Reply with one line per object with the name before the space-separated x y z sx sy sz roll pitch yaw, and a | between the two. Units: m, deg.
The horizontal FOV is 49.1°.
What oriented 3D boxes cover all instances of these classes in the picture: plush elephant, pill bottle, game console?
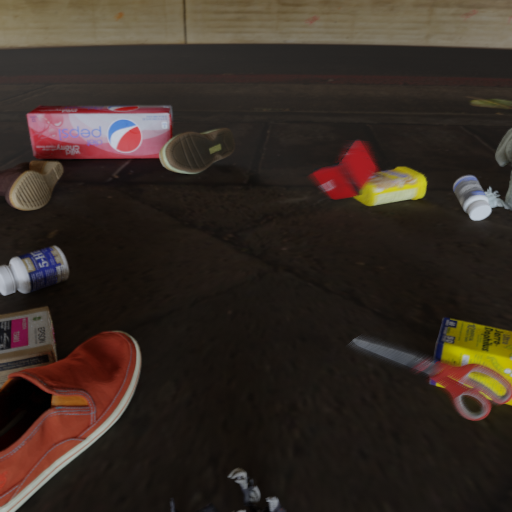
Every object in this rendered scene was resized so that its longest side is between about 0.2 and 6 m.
plush elephant | 5.380 -1.703 10.712 2.121 1.642 1.747 2 25 4
pill bottle | 4.080 -1.086 10.566 0.469 0.469 0.825 -3 48 -7
pill bottle | -3.188 0.228 7.945 0.895 0.536 0.536 -22 33 -38
game console | 1.645 -1.581 10.393 0.862 1.000 0.594 -7 60 30

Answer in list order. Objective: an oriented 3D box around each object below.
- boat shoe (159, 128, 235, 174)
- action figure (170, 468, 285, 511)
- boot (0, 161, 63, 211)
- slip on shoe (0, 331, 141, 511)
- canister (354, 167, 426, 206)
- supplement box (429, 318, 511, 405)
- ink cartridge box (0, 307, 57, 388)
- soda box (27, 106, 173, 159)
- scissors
boat shoe | -1.569 -2.479 13.451 1.011 0.952 2.656 -2 14 30
action figure | -0.137 1.997 4.263 1.018 0.519 0.605 -5 15 -7
boot | -5.033 -1.332 11.326 1.737 0.756 2.088 -9 26 9
slip on shoe | -1.937 1.374 5.233 0.971 0.802 2.622 9 25 21
canister | 2.670 -1.416 11.429 1.240 0.537 0.921 -11 28 -19
supplement box | 2.457 1.130 6.001 1.033 0.565 0.562 11 28 21
ink cartridge box | -2.761 1.039 6.405 0.856 0.390 1.039 -11 26 -19
soda box | -3.891 -3.181 14.334 3.470 1.215 1.100 -2 25 -5
scissors | 1.725 1.055 5.443 1.533 0.561 0.107 33 24 4
